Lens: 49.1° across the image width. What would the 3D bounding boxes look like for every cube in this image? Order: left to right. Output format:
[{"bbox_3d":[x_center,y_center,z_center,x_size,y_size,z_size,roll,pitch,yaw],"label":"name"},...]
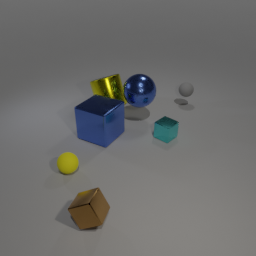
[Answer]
[{"bbox_3d":[-1.002,2.098,7.320,0.700,0.700,0.700,-20,17,23],"label":"cube"},{"bbox_3d":[-1.073,-0.317,10.972,1.400,1.400,1.400,17,35,26],"label":"cube"},{"bbox_3d":[1.502,0.055,11.028,0.700,0.700,0.700,26,40,35],"label":"cube"}]

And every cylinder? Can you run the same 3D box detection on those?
[{"bbox_3d":[-0.876,-1.615,12.739,1.400,1.400,1.400,-15,12,3],"label":"cylinder"}]

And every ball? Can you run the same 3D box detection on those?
[{"bbox_3d":[-1.974,1.145,9.185,0.700,0.700,0.700,0,31,0],"label":"ball"},{"bbox_3d":[0.482,-1.550,11.670,1.400,1.400,1.400,0,31,0],"label":"ball"},{"bbox_3d":[2.745,-1.815,13.217,0.700,0.700,0.700,0,31,0],"label":"ball"}]
